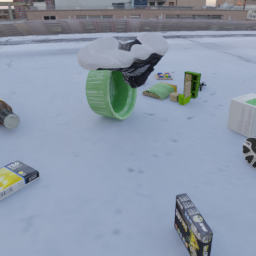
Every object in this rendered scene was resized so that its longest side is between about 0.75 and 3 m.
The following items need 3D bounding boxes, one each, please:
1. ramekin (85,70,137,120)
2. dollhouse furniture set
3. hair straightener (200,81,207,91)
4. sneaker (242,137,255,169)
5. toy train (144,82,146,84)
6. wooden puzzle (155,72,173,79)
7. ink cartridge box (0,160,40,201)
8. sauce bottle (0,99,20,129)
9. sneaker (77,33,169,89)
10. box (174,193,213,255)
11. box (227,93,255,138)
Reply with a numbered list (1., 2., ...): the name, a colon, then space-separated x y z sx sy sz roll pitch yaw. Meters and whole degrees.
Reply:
1. ramekin: -0.568 -1.340 9.714 1.004 2.055 2.055 4 25 28
2. dollhouse furniture set: 1.773 -1.826 11.717 2.072 1.040 1.358 20 33 35
3. hair straightener: 3.397 -1.947 12.964 0.461 0.245 1.197 7 23 13
4. sneaker: 3.804 0.823 6.962 1.908 0.769 0.796 29 22 31
5. toy train: 0.324 -2.988 13.904 0.877 1.198 2.071 -2 27 -6
6. wooden puzzle: 1.850 -2.724 14.492 0.848 0.212 0.916 -1 26 -1
7. ink cartridge box: -2.893 1.150 6.572 1.148 0.270 1.134 19 32 30
8. sauce bottle: -4.444 -0.586 9.475 0.821 0.821 2.537 -21 34 -36
9. sneaker: -0.157 -1.795 8.169 2.735 1.556 1.032 -17 62 -23
10. box: 1.092 1.727 4.793 0.238 0.781 0.969 -7 28 -13
11. box: 3.880 -0.419 8.832 1.056 1.062 0.910 -16 28 -28
